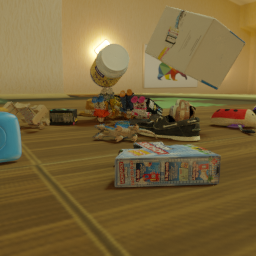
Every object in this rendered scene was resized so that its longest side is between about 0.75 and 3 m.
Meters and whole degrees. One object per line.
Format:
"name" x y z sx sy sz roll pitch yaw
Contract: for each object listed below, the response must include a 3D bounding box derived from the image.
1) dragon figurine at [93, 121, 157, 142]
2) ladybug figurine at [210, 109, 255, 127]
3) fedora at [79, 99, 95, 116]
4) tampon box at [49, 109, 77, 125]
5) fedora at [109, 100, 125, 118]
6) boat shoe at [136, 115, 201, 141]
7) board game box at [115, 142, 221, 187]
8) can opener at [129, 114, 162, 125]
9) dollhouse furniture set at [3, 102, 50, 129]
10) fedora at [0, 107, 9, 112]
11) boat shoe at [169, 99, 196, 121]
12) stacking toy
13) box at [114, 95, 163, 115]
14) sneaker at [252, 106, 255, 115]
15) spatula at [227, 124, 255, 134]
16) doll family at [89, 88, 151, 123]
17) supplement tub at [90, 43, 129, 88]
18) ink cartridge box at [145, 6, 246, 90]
"dragon figurine" -0.119 0.100 9.326 2.065 0.608 1.027 -5 10 -20
"ladybug figurine" 4.593 -0.471 12.238 2.020 0.726 1.371 3 5 28
"fedora" -1.779 -1.270 16.720 2.350 0.958 2.350 -1 10 0
"tampon box" -2.946 -0.513 12.842 1.090 0.688 0.817 1 9 4
"fedora" -0.890 -1.028 14.887 1.822 0.743 1.822 36 -13 9
"boat shoe" 1.336 -0.073 9.814 2.461 0.832 0.884 5 12 35
"board game box" 0.510 0.678 5.795 1.925 0.594 1.926 -3 10 -19
"can opener" 0.825 -0.389 12.532 1.638 0.548 0.437 5 10 28
"dollhouse furniture set" -4.202 -0.311 11.456 2.212 1.147 0.979 6 51 31
"fedora" -5.448 -0.201 9.880 2.528 1.031 2.528 -2 7 0
"boat shoe" 2.696 -0.709 13.341 1.033 1.089 2.876 7 20 19
"stacking toy" -3.536 0.282 7.402 1.279 1.209 2.203 -7 -1 -22
"box" 0.468 -1.175 15.136 2.357 0.542 1.874 9 -9 29
"sneaker" 6.923 -0.520 12.620 2.715 0.944 1.351 2 15 37
"spatula" 4.511 0.032 11.018 0.554 0.201 1.961 6 9 -2
"doll family" -0.327 -1.041 13.167 2.898 1.799 1.306 2 53 6
"supplement tub" -0.888 -2.944 13.394 1.557 1.557 2.141 -3 -10 -19
"ink cartridge box" 2.453 -3.125 10.837 2.052 2.016 2.788 15 20 -36
